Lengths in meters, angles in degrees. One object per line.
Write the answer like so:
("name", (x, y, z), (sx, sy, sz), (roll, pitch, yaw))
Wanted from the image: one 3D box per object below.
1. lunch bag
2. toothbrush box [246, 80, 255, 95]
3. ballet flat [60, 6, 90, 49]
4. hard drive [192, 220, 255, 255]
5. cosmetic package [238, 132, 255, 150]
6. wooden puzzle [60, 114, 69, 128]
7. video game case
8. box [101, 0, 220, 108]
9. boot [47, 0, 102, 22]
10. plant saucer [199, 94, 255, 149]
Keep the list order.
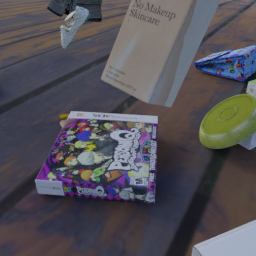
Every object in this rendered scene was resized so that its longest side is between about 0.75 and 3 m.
("lunch bag", (4.282, -2.906, 12.456), (2.419, 1.138, 1.821), (11, 32, 40))
("toothbrush box", (5.132, -1.503, 10.456), (1.104, 0.475, 0.804), (-19, 36, -27))
("ballet flat", (-0.949, -1.683, 4.632), (0.300, 0.837, 0.300), (27, 44, -28))
("hard drive", (2.675, 2.212, 4.502), (2.700, 0.355, 1.781), (-12, 33, -20))
("cosmetic package", (4.118, -0.322, 8.011), (2.525, 1.042, 0.639), (-18, 34, -28))
("wooden puzzle", (-1.531, -0.103, 8.494), (0.955, 0.166, 1.416), (-16, 35, -17))
("video game case", (-0.543, 0.548, 6.907), (2.536, 0.501, 2.798), (4, 35, 6))
("box", (0.722, -1.972, 5.562), (1.351, 2.845, 1.106), (29, 15, 29))
("boot", (-0.632, -3.555, 6.941), (2.910, 1.901, 0.985), (13, 20, 17))
("plant saucer", (2.721, -0.281, 7.491), (2.010, 0.312, 2.010), (-36, 20, 16))
